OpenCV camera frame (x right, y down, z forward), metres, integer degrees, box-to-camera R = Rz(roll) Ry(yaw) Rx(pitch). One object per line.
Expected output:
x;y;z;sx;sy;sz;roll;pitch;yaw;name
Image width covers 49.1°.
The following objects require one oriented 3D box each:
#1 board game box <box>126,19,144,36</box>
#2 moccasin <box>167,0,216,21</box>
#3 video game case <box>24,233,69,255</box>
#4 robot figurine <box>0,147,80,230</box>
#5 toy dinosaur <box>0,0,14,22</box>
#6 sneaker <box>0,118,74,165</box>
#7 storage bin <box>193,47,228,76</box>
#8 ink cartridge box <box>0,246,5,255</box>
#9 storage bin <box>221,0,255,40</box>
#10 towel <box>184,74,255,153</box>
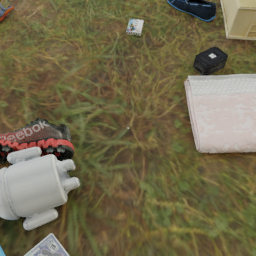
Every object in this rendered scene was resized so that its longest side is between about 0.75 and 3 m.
0.268;-3.820;10.603;0.537;0.147;0.851;8;54;6;board game box
2.595;-5.065;11.152;2.223;0.758;0.895;32;60;22;moccasin
-1.720;3.218;5.290;1.788;0.205;1.629;-37;62;-24;video game case
-2.103;1.293;6.141;2.033;1.148;1.724;-15;76;-11;robot figurine
-4.966;-4.424;10.993;1.211;0.700;1.334;-27;98;-36;toy dinosaur
-2.493;0.300;7.104;2.280;0.806;1.114;-1;54;-4;sneaker
2.705;-2.193;9.198;0.967;0.453;0.653;-29;58;-19;storage bin
-3.457;1.939;4.719;1.586;2.467;1.545;-33;52;-22;ink cartridge box
5.060;-4.563;10.505;2.604;1.229;2.623;6;53;3;storage bin
3.191;-0.514;7.935;2.883;0.465;2.753;-1;53;0;towel
